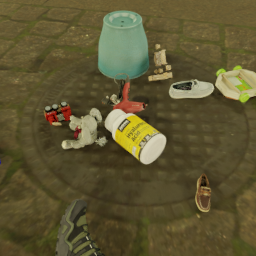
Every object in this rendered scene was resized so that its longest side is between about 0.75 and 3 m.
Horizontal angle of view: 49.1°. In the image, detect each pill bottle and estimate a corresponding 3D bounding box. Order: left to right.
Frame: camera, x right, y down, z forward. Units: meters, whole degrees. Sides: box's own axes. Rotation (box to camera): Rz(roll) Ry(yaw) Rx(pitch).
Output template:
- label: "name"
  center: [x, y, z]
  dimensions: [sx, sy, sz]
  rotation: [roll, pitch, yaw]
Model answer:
- label: "pill bottle"
  center: [0.193, 0.220, 9.941]
  dimensions: [1.188, 1.188, 2.134]
  rotation: [-35, 55, -29]

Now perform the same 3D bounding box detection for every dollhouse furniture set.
- label: "dollhouse furniture set"
  center: [1.320, -3.017, 12.692]
  dimensions: [0.805, 1.648, 1.406]
  rotation: [-10, 8, -11]

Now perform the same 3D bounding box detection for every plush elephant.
- label: "plush elephant"
  center: [-1.573, 0.009, 10.068]
  dimensions: [1.657, 1.283, 1.365]
  rotation: [11, 47, 10]

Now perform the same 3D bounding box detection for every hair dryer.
- label: "hair dryer"
  center: [-0.147, -1.219, 11.164]
  dimensions: [2.095, 1.596, 0.569]
  rotation: [39, 15, 31]

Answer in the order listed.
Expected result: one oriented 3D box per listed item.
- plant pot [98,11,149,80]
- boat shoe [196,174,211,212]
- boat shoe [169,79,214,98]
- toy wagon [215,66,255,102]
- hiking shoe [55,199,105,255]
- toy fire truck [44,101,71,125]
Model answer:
- label: "plant pot"
  center: [-0.217, -4.015, 13.156]
  dimensions: [2.559, 2.404, 2.559]
  rotation: [0, 46, 0]
- label: "boat shoe"
  center: [2.376, 1.990, 8.756]
  dimensions: [0.443, 0.442, 1.229]
  rotation: [8, 47, 8]
- label: "boat shoe"
  center: [2.746, -1.709, 11.997]
  dimensions: [1.937, 0.690, 0.676]
  rotation: [-7, 63, 1]
- label: "toy wagon"
  center: [5.301, -2.044, 12.586]
  dimensions: [2.565, 0.507, 1.990]
  rotation: [-13, 48, -13]
- label: "hiking shoe"
  center: [-1.109, 3.318, 7.203]
  dimensions: [1.497, 1.126, 2.974]
  rotation: [6, 54, -7]
- label: "toy fire truck"
  center: [-2.677, -0.432, 10.973]
  dimensions: [1.009, 0.738, 1.146]
  rotation: [-18, 60, -17]
